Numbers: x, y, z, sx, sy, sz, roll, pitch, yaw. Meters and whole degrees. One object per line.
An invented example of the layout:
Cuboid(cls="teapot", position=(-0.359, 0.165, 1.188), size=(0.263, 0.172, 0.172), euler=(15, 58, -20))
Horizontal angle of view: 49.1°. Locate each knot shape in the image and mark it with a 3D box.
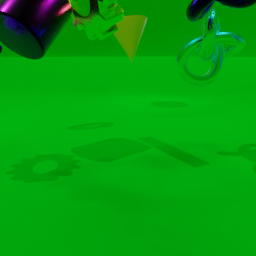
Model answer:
Cuboid(cls="knot shape", position=(1.710, -1.556, 5.538), size=(1.347, 1.439, 0.665), euler=(-9, 39, -34))
Cuboid(cls="knot shape", position=(1.420, -2.351, 4.135), size=(0.673, 1.363, 1.457), euler=(14, -17, -29))

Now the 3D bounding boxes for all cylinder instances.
Cuboid(cls="cylinder", position=(-1.907, -2.189, 5.538), size=(1.190, 1.190, 1.190), euler=(10, 62, 31))

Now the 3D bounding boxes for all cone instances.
Cuboid(cls="cone", position=(0.068, -3.319, 10.741), size=(1.521, 1.527, 1.521), euler=(-8, 9, 1))

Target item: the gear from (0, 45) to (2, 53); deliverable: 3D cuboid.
Cuboid(cls="gear", position=(-2.639, -1.032, 4.856), size=(0.251, 1.355, 1.355), euler=(23, 13, -9))

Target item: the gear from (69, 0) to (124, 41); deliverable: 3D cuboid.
Cuboid(cls="gear", position=(-0.889, -2.713, 5.278), size=(0.386, 2.089, 2.089), euler=(-36, 29, -18))
